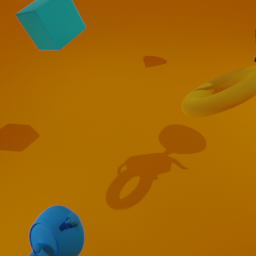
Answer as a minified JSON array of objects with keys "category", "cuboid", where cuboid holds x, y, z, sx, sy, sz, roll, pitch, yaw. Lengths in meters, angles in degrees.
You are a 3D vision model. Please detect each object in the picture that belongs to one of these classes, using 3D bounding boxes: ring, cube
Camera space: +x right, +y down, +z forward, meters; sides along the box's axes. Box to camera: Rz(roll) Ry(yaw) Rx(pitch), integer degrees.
[{"category":"ring","cuboid":[1.558,-0.603,4.637,1.435,0.287,1.435,-27,12,6]},{"category":"cube","cuboid":[-1.516,-2.113,5.557,0.816,0.816,0.816,15,55,43]}]

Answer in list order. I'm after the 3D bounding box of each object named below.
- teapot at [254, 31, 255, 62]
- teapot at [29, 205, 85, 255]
[{"category":"teapot","cuboid":[3.162,-1.940,5.495,1.270,1.000,2.042,43,93,22]},{"category":"teapot","cuboid":[-0.935,1.385,3.596,0.745,1.198,0.586,51,28,15]}]
